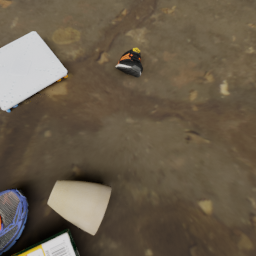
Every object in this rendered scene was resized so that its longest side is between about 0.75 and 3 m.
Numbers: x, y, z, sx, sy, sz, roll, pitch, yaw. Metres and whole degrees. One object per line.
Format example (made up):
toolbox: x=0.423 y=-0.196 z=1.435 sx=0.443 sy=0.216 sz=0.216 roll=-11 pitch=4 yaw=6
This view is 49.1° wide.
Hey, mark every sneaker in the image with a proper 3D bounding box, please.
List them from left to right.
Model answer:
sneaker: x=-3.277 y=2.464 z=5.748 sx=1.112 sy=1.158 sz=2.952 roll=37 pitch=71 yaw=10
sneaker: x=0.103 y=-2.032 z=8.335 sx=0.647 sy=1.850 sz=0.832 roll=25 pitch=96 yaw=-16

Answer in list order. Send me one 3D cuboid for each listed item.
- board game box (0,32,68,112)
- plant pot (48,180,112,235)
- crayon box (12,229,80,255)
board game box: x=-3.359 y=-1.828 z=8.840 sx=2.214 sy=0.286 sz=2.215 roll=-34 pitch=67 yaw=-13
plant pot: x=-1.119 y=1.628 z=6.259 sx=1.192 sy=1.116 sz=1.116 roll=22 pitch=59 yaw=-5
crayon box: x=-2.034 y=3.261 z=5.362 sx=2.521 sy=0.650 sz=1.585 roll=-22 pitch=82 yaw=-13
